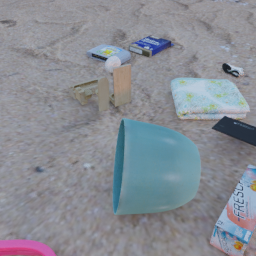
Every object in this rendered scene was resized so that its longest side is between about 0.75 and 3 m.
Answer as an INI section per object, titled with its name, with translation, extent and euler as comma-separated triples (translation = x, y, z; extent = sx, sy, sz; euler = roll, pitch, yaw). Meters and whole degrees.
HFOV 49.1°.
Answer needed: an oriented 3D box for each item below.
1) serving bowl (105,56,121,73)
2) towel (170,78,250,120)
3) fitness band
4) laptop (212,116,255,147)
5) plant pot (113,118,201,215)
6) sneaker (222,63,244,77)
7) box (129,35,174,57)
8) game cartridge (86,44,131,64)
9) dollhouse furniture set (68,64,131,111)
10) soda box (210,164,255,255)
[serving bowl]
translation = -0.636, -2.789, 12.463
extent = 0.782, 0.782, 0.257
euler = -21, 48, -25
[towel]
translation = 2.996, -1.157, 10.579
extent = 2.573, 0.620, 2.203
euler = -1, 37, 0
[fitness band]
translation = -2.367, 2.959, 5.487
extent = 2.075, 0.388, 1.490
euler = -1, 38, 0
[laptop]
translation = 3.345, 0.261, 8.367
extent = 1.319, 0.817, 1.409
euler = 25, 41, 32
[plant pot]
translation = 0.643, 0.969, 6.705
extent = 1.800, 2.243, 2.243
euler = 6, 37, -7
[sneaker]
translation = 4.815, -2.653, 12.774
extent = 0.591, 0.388, 1.028
euler = -16, 48, -34
[box]
translation = 1.313, -4.487, 15.067
extent = 1.412, 0.378, 2.332
euler = 27, 44, 30
[game cartridge]
translation = -0.931, -3.719, 14.090
extent = 1.993, 0.403, 1.329
euler = 24, 40, 27
[dollhouse furniture set]
translation = -1.149, -1.842, 10.678
extent = 1.826, 1.564, 1.920
euler = -21, 43, -25
[soda box]
translation = 2.727, 1.873, 6.551
extent = 0.715, 0.769, 2.250
euler = 24, 44, 28
